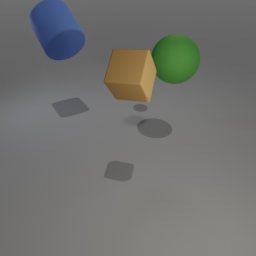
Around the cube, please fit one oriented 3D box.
[{"bbox_3d":[0.064,-0.956,5.139,0.700,0.700,0.700,7,71,19],"label":"cube"}]

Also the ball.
[{"bbox_3d":[1.354,-1.974,8.048,1.400,1.400,1.400,0,30,0],"label":"ball"}]

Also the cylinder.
[{"bbox_3d":[-2.328,-3.218,9.244,1.400,1.400,1.400,-20,69,-30],"label":"cylinder"}]
